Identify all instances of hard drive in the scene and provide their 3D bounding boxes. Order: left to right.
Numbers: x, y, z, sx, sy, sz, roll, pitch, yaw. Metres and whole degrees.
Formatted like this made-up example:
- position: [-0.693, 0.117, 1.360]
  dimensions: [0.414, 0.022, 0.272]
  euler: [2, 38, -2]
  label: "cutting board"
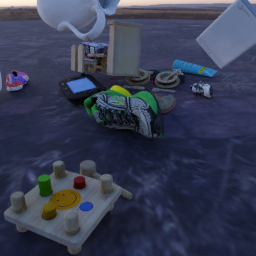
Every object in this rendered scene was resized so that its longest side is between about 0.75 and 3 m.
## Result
- position: [2.592, -2.331, 7.062]
  dimensions: [0.221, 1.094, 1.658]
  euler: [-41, 1, -30]
  label: "hard drive"

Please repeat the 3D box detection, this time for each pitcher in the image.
- position: [-1.413, -3.222, 7.558]
  dimensions: [2.456, 2.107, 1.489]
  euler: [4, -19, 36]
  label: "pitcher"

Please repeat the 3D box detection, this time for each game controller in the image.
- position: [-1.633, -1.409, 9.766]
  dimensions: [1.297, 0.524, 2.487]
  euler: [-9, 26, -20]
  label: "game controller"

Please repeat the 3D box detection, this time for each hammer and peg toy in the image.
- position: [-0.786, 1.012, 4.446]
  dimensions: [1.353, 0.648, 1.839]
  euler: [12, 28, 24]
  label: "hammer and peg toy"

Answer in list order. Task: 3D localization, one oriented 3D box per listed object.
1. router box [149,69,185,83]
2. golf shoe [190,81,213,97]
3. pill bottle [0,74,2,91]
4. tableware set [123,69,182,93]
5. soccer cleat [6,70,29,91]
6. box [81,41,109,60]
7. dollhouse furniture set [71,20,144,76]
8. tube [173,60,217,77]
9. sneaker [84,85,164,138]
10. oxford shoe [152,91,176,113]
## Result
- position: [1.575, -2.147, 11.534]
  dimensions: [1.343, 0.343, 1.002]
  euler: [-2, 25, -4]
  label: "router box"
- position: [2.548, -1.296, 9.702]
  dimensions: [0.571, 0.470, 1.210]
  euler: [-12, 19, -2]
  label: "golf shoe"
- position: [-5.538, -1.610, 9.230]
  dimensions: [2.387, 1.321, 1.321]
  euler: [-7, 26, -13]
  label: "pill bottle"
- position: [0.918, -1.954, 10.619]
  dimensions: [2.075, 0.416, 1.371]
  euler: [8, 43, 18]
  label: "tableware set"
- position: [-4.231, -1.955, 10.753]
  dimensions: [0.616, 0.660, 1.805]
  euler: [-2, 25, -5]
  label: "soccer cleat"
- position: [-1.646, -3.805, 14.256]
  dimensions: [0.897, 1.033, 1.563]
  euler: [-17, 30, -32]
  label: "box"
- position: [-0.678, -3.066, 10.961]
  dimensions: [2.405, 1.823, 2.744]
  euler: [-5, 16, -30]
  label: "dollhouse furniture set"
- position: [2.961, -2.617, 12.510]
  dimensions: [1.917, 0.483, 0.742]
  euler: [21, 45, 29]
  label: "tube"
- position: [-0.145, -0.300, 7.013]
  dimensions: [1.218, 1.116, 2.860]
  euler: [-23, 24, -26]
  label: "sneaker"
- position: [0.859, -0.779, 8.275]
  dimensions: [0.602, 0.639, 1.709]
  euler: [21, 33, 38]
  label: "oxford shoe"
